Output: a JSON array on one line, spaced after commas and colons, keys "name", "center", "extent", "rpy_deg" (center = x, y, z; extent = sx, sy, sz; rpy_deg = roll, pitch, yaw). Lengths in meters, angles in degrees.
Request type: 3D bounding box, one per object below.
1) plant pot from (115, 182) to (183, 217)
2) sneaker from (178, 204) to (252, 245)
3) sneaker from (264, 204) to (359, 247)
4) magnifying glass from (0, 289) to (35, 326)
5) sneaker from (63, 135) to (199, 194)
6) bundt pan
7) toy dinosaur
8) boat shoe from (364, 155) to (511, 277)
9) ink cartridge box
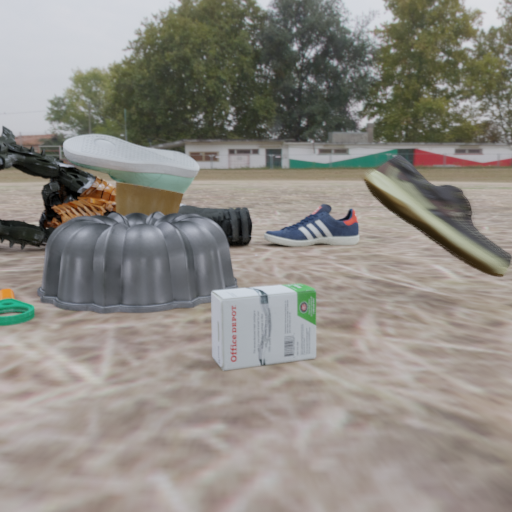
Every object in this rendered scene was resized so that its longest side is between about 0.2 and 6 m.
[{"name": "plant pot", "center": [-1.823, -0.541, 9.222], "extent": [1.105, 1.185, 1.105], "rpy_deg": [8, 4, -1]}, {"name": "sneaker", "center": [-0.791, -0.580, 10.670], "extent": [1.258, 0.897, 2.536], "rpy_deg": [-3, 4, 15]}, {"name": "sneaker", "center": [1.118, -0.636, 11.299], "extent": [1.958, 0.828, 0.734], "rpy_deg": [-3, 10, -12]}, {"name": "magnifying glass", "center": [-2.804, 0.569, 6.318], "extent": [0.524, 0.147, 1.316], "rpy_deg": [-5, 13, -25]}, {"name": "sneaker", "center": [-2.728, -1.445, 11.701], "extent": [2.919, 1.721, 1.074], "rpy_deg": [6, 36, -39]}, {"name": "bundt pan", "center": [-1.536, -0.040, 7.369], "extent": [2.611, 0.980, 2.611], "rpy_deg": [-1, 10, 0]}, {"name": "toy dinosaur", "center": [-3.575, -1.059, 10.716], "extent": [3.026, 2.277, 4.458], "rpy_deg": [14, -16, -16]}, {"name": "boat shoe", "center": [2.179, -0.550, 6.602], "extent": [2.041, 0.661, 0.747], "rpy_deg": [43, 4, 29]}, {"name": "ink cartridge box", "center": [0.058, 0.582, 4.723], "extent": [0.845, 0.619, 0.351], "rpy_deg": [-3, 9, -21]}]
